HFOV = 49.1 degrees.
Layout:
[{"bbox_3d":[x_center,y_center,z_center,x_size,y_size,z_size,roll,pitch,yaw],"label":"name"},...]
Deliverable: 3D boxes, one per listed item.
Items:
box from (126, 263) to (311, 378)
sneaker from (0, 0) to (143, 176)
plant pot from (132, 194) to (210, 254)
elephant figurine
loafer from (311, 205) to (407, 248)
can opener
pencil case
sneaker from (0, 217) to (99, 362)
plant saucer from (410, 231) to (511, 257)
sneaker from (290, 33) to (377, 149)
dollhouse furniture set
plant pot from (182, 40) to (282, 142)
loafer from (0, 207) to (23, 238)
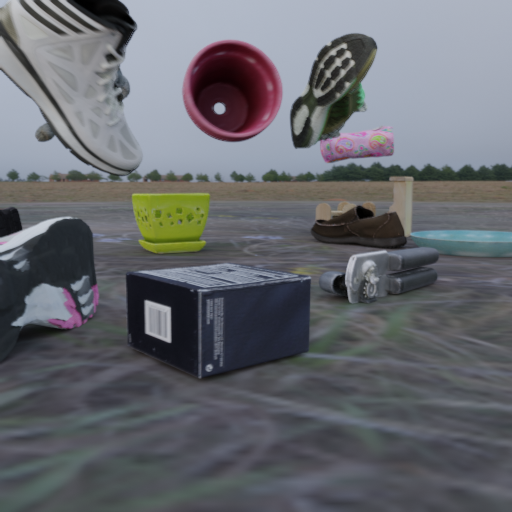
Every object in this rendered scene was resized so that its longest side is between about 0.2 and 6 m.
[{"bbox_3d":[-0.314,0.465,4.585,1.101,0.684,1.110,-6,9,-39],"label":"box"},{"bbox_3d":[-2.504,-2.796,9.124,1.991,1.306,3.460,-20,-42,19],"label":"sneaker"},{"bbox_3d":[-1.798,-0.703,11.773,1.343,1.224,1.349,-4,8,-26],"label":"plant pot"},{"bbox_3d":[-3.929,-3.485,12.378,1.495,2.113,1.639,50,14,24],"label":"elephant figurine"},{"bbox_3d":[2.395,-0.734,13.162,0.952,0.930,2.608,-7,10,-44],"label":"loafer"},{"bbox_3d":[1.627,0.189,7.281,0.724,0.578,2.166,7,9,40],"label":"can opener"},{"bbox_3d":[2.610,-2.857,14.353,1.888,0.825,0.825,-9,9,-11],"label":"pencil case"},{"bbox_3d":[-2.414,0.228,5.021,1.183,1.100,2.739,0,6,11],"label":"sneaker"},{"bbox_3d":[4.617,-0.267,11.786,2.668,0.366,2.668,-1,7,0],"label":"plant saucer"},{"bbox_3d":[1.804,-3.409,11.702,1.383,1.200,3.122,-7,-19,-24],"label":"sneaker"},{"bbox_3d":[3.030,-1.379,15.587,2.416,1.605,2.117,3,8,25],"label":"dollhouse furniture set"},{"bbox_3d":[-0.496,-2.705,9.721,1.622,1.622,1.452,-2,1,-12],"label":"plant pot"},{"bbox_3d":[-5.918,-0.536,12.159,0.991,1.020,2.793,-12,4,-6],"label":"loafer"}]
